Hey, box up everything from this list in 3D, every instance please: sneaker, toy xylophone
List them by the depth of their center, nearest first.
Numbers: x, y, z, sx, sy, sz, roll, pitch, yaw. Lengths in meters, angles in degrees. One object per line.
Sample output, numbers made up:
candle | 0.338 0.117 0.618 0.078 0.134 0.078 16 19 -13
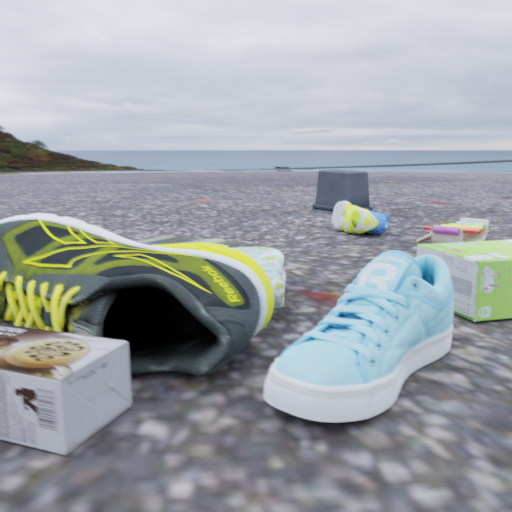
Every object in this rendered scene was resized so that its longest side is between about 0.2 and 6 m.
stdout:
sneaker | 0.920 0.498 4.661 0.950 1.053 2.569 6 12 34
sneaker | -1.570 0.329 4.979 3.396 1.265 1.437 1 11 6
toy xylophone | 3.978 -0.477 11.353 1.248 0.428 1.705 6 12 31
sneaker | 2.386 -0.771 12.698 0.957 0.690 1.823 13 11 -15

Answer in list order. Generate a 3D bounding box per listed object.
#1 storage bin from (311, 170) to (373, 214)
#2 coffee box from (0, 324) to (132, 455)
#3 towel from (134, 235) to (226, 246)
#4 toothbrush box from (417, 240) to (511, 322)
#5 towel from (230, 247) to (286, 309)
storage bin | 2.632 -1.919 16.676 1.364 1.259 1.875 -7 14 -31
coffee box | -1.672 0.887 3.996 1.341 0.535 0.758 4 12 21
towel | -1.672 -0.064 9.824 1.751 0.314 1.818 5 13 37
toothbrush box | 2.988 0.245 6.815 1.683 0.724 1.225 -4 11 -17
towel | -0.590 0.242 6.822 1.891 0.532 2.209 -3 8 4
